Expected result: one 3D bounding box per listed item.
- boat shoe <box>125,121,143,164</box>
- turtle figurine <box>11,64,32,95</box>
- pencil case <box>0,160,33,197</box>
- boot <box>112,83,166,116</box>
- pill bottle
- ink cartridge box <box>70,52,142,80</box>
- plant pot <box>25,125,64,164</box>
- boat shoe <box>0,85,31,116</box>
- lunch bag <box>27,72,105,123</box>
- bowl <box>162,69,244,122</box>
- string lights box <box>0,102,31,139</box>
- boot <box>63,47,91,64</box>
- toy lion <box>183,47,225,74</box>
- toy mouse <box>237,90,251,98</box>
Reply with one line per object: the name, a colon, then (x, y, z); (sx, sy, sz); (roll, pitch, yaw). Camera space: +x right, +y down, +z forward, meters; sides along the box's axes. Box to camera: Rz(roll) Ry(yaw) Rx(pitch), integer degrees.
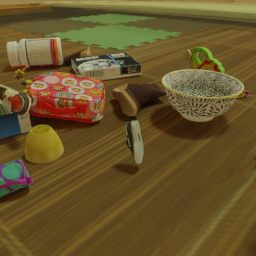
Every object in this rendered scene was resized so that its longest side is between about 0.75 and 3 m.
boat shoe: (0.138, 0.345, 6.757); (0.333, 1.045, 0.369); (-5, 4, 27)
turtle figurine: (-3.564, -1.439, 10.297); (2.498, 0.805, 2.015); (21, 42, 4)
pencil case: (-2.891, 1.216, 5.819); (1.611, 0.686, 0.745); (-20, 25, -31)
boot: (0.543, -1.139, 9.838); (1.791, 0.779, 2.153); (-11, 28, -16)
pill bottle: (-4.526, -3.716, 13.783); (2.467, 1.352, 1.352); (-7, 30, -11)
ink cartridge box: (-1.172, -3.047, 13.381); (2.825, 0.619, 2.852); (-12, 31, -18)
plant pot: (-2.226, 0.341, 7.321); (1.010, 0.717, 1.010); (1, 30, 0)
boat shoe: (-3.270, -0.826, 7.792); (1.700, 0.605, 0.532); (30, 0, 40)
lunch bag: (-1.961, -0.971, 9.098); (2.436, 0.998, 2.145); (7, 31, -5)
bowl: (2.338, -0.965, 9.129); (2.515, 1.180, 2.515); (0, 30, 0)
string lights box: (-4.268, -0.165, 8.178); (2.483, 0.732, 1.276); (-17, 34, -27)
boot: (-2.664, -3.783, 14.669); (1.438, 0.625, 1.728); (-11, 21, -4)
toy lion: (3.055, -2.367, 11.182); (0.591, 1.720, 1.649); (-20, 16, -34)
toy mouse: (4.376, -1.339, 10.815); (0.872, 0.169, 0.775); (12, 32, 19)
